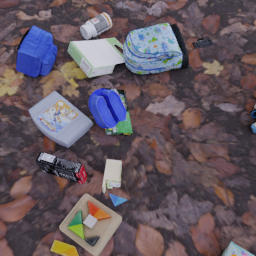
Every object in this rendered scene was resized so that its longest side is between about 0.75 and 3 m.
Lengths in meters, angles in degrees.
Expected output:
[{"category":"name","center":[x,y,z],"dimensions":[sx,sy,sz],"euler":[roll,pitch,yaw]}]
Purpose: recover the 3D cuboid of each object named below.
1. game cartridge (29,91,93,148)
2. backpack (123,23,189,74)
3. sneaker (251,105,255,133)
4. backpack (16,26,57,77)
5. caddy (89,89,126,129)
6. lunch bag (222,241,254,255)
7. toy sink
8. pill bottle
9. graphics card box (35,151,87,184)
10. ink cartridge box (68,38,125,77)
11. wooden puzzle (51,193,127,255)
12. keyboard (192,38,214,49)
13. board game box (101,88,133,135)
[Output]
[{"category":"game cartridge","center":[-2.790,-0.357,11.265],"dimensions":[2.418,0.502,1.610],"euler":[37,61,21]},{"category":"backpack","center":[1.129,-3.494,12.484],"dimensions":[2.749,2.114,2.243],"euler":[-16,70,6]},{"category":"sneaker","center":[5.572,-0.963,11.347],"dimensions":[1.064,1.055,2.936],"euler":[0,46,31]},{"category":"backpack","center":[-4.034,-3.400,12.556],"dimensions":[1.613,1.562,1.922],"euler":[20,55,-21]},{"category":"caddy","center":[-0.763,-0.695,10.204],"dimensions":[1.085,1.535,0.806],"euler":[-34,22,-25]},{"category":"lunch bag","center":[3.335,4.270,8.119],"dimensions":[1.446,0.882,1.232],"euler":[30,62,23]},{"category":"toy sink","center":[-0.525,1.723,9.820],"dimensions":[0.579,0.674,1.034],"euler":[6,57,3]},{"category":"pill bottle","center":[-1.588,-5.047,13.934],"dimensions":[1.473,0.857,0.857],"euler":[-37,65,-21]},{"category":"graphics card box","center":[-2.299,1.410,9.798],"dimensions":[1.645,1.032,0.418],"euler":[14,60,9]},{"category":"ink cartridge box","center":[-1.182,-3.343,12.999],"dimensions":[2.604,0.624,1.895],"euler":[-19,60,-40]},{"category":"wooden puzzle","center":[-1.227,3.131,9.166],"dimensions":[1.715,0.297,2.542],"euler":[24,61,14]},{"category":"keyboard","center":[3.683,-4.256,13.873],"dimensions":[0.981,0.126,0.589],"euler":[-15,59,-10]},{"category":"board game box","center":[-0.488,-0.680,11.234],"dimensions":[1.092,0.245,2.085],"euler":[5,59,-24]}]
